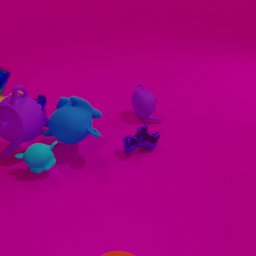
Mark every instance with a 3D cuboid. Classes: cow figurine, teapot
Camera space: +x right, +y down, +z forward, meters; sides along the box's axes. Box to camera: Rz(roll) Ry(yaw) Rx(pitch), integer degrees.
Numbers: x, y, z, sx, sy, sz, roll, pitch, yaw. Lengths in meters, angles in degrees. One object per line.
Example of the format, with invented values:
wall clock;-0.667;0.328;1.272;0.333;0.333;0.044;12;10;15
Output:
cow figurine;0.316;0.355;6.946;0.889;0.488;0.875;29;67;-17
teapot;-2.617;-0.123;6.502;1.179;1.897;0.929;24;25;12
teapot;0.532;-0.703;8.282;0.686;0.872;1.402;-18;74;-13

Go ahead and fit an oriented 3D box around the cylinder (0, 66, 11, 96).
cylinder;-3.797;-1.381;7.898;0.733;0.733;0.733;26;9;-4

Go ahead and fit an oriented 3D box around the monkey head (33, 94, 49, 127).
monkey head;-2.413;-0.394;7.626;0.912;1.267;0.763;11;64;-32

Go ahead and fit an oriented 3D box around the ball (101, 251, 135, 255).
ball;-0.134;2.144;3.624;1.008;1.008;1.008;0;33;0

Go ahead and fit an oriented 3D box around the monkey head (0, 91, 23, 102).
monkey head;-3.663;-0.660;7.957;1.441;1.037;0.868;-38;28;-13

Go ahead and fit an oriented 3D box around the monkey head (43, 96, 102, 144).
monkey head;-1.237;-0.115;6.892;1.845;1.112;1.328;-1;-12;35

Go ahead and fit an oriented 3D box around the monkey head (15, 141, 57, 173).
monkey head;-1.944;0.611;6.276;1.031;0.621;0.742;-18;14;9
